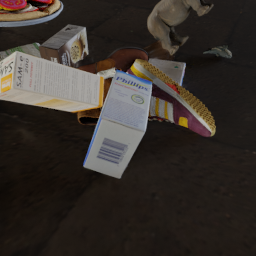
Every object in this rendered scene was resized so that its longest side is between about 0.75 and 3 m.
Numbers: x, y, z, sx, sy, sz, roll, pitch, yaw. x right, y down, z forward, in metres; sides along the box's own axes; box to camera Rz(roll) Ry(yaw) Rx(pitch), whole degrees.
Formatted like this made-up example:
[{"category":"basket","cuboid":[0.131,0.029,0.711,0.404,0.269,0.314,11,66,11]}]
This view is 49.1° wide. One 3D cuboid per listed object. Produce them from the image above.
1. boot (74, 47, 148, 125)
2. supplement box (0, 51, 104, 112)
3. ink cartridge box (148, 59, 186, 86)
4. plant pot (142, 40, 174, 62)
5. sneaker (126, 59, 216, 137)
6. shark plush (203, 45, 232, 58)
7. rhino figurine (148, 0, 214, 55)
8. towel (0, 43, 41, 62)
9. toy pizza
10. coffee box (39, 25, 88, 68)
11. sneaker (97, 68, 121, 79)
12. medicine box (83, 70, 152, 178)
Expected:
[{"category":"boot","cuboid":[-0.356,-1.398,8.637,2.644,0.962,2.808,-8,43,-10]},{"category":"supplement box","cuboid":[-1.141,-0.604,4.080,1.355,0.498,0.854,9,-9,-42]},{"category":"ink cartridge box","cuboid":[1.054,-1.394,8.805,1.245,0.696,1.824,10,43,11]},{"category":"plant pot","cuboid":[1.019,-2.679,10.129,0.949,0.959,0.959,-24,47,-15]},{"category":"sneaker","cuboid":[1.036,-0.574,7.781,2.908,1.310,1.090,42,26,9]},{"category":"shark plush","cuboid":[3.462,-2.934,10.811,1.041,0.473,0.433,10,73,4]},{"category":"rhino figurine","cuboid":[0.645,-1.380,2.960,0.497,1.136,0.340,40,22,4]},{"category":"towel","cuboid":[-4.180,-2.417,10.291,2.395,0.368,1.787,-24,45,-21]},{"category":"toy pizza","cuboid":[-2.840,-2.987,6.480,2.599,0.412,2.599,4,39,-4]},{"category":"coffee box","cuboid":[-2.229,-2.761,10.025,0.782,1.108,1.960,14,45,15]},{"category":"sneaker","cuboid":[-0.561,-1.705,8.493,0.757,0.320,0.276,-11,65,-21]},{"category":"medicine box","cuboid":[-0.218,-0.101,6.509,0.942,1.666,1.829,19,42,-7]}]
